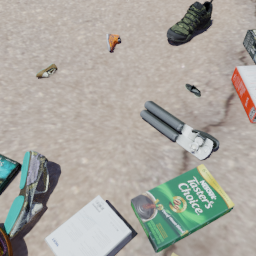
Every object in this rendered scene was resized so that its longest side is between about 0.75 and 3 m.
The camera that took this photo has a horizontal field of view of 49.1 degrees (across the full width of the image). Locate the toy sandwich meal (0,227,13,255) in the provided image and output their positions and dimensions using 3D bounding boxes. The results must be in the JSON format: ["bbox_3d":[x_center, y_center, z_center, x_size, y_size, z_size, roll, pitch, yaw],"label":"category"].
[{"bbox_3d":[-3.906,3.394,6.436,2.558,0.876,2.558,-5,50,6],"label":"toy sandwich meal"}]

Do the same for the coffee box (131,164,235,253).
[{"bbox_3d":[1.485,2.144,7.792,2.494,0.548,1.534,-21,55,-16],"label":"coffee box"}]

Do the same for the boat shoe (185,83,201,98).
[{"bbox_3d":[2.522,-1.517,10.832,0.308,0.273,0.824,-23,56,-17],"label":"boat shoe"}]

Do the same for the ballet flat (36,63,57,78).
[{"bbox_3d":[-3.284,-2.282,11.452,0.357,0.334,0.986,43,57,7],"label":"ballet flat"}]

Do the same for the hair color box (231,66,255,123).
[{"bbox_3d":[4.813,-1.304,10.383,1.186,0.716,2.337,-3,51,-3],"label":"hair color box"}]

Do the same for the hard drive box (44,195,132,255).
[{"bbox_3d":[-0.986,2.838,7.173,1.745,0.670,1.360,-35,60,-24],"label":"hard drive box"}]

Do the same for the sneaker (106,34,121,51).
[{"bbox_3d":[-0.625,-3.892,12.578,0.654,0.453,1.167,-5,52,-2],"label":"sneaker"}]

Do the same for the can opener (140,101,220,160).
[{"bbox_3d":[1.659,0.041,9.465,2.831,0.745,0.941,35,25,23],"label":"can opener"}]

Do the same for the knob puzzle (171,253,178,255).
[{"bbox_3d":[1.262,3.786,6.758,1.206,0.167,1.206,0,52,0],"label":"knob puzzle"}]

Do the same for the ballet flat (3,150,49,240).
[{"bbox_3d":[-2.707,1.873,7.770,0.892,0.892,2.479,7,70,6],"label":"ballet flat"}]

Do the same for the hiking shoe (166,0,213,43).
[{"bbox_3d":[2.825,-5.014,12.806,1.097,1.459,2.898,38,61,26],"label":"hiking shoe"}]

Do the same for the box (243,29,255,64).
[{"bbox_3d":[6.014,-3.507,12.089,1.393,0.732,1.701,-6,52,-5],"label":"box"}]

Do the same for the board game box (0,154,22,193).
[{"bbox_3d":[-4.673,1.297,8.607,2.254,0.317,1.525,20,55,15],"label":"board game box"}]
